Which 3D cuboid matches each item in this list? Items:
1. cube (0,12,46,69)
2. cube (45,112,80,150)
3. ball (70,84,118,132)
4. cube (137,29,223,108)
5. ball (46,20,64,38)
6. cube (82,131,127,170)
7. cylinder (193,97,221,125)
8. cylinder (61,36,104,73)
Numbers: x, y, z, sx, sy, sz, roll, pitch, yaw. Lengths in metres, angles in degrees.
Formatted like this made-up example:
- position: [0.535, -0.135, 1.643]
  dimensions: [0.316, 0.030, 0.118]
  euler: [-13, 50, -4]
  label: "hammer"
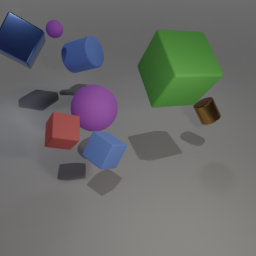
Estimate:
- position: [-4.181, -3.337, 10.901]
  dimensions: [1.400, 1.400, 1.400]
  euler: [27, -3, -14]
  label: "cube"
- position: [-1.682, 0.090, 7.162]
  dimensions: [0.700, 0.700, 0.700]
  euler: [10, 62, -29]
  label: "cube"
- position: [-1.004, -0.592, 8.359]
  dimensions: [1.400, 1.400, 1.400]
  euler: [0, 32, 0]
  label: "ball"
- position: [1.275, -1.498, 7.232]
  dimensions: [1.400, 1.400, 1.400]
  euler: [-6, 65, -24]
  label: "cube"
- position: [-2.959, -3.983, 11.290]
  dimensions: [0.700, 0.700, 0.700]
  euler: [0, 32, 0]
  label: "ball"
- position: [-0.583, 0.559, 7.077]
  dimensions: [0.700, 0.700, 0.700]
  euler: [32, 12, 27]
  label: "cube"
- position: [2.659, -0.566, 9.415]
  dimensions: [0.700, 0.700, 0.700]
  euler: [-28, 16, 9]
  label: "cylinder"
- position: [-2.051, -3.322, 12.746]
  dimensions: [1.400, 1.400, 1.400]
  euler: [-6, 26, 29]
  label: "cylinder"
